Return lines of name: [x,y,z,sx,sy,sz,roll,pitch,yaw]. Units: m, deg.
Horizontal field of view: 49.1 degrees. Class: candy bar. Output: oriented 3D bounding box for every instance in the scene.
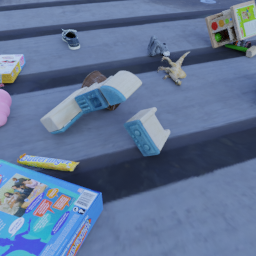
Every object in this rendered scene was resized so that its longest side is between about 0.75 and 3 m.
candy bar: [-2.129,0.916,7.389,1.655,0.183,0.413,7,28,10]

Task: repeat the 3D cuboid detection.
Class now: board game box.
board game box: [-5.155,-2.416,11.295,1.513,0.399,1.978,-2,35,-2]
board game box: [-2.250,1.869,5.794,2.814,0.633,2.140,14,39,19]

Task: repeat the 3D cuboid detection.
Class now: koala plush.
koala plush: [1.433,-3.610,12.740,0.920,0.845,0.816,7,39,-25]

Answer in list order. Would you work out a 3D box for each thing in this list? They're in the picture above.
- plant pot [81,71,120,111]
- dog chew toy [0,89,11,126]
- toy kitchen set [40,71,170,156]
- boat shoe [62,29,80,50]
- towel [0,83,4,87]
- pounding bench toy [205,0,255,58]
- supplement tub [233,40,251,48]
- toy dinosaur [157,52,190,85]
plant pot: [-0.810,-1.192,9.408,1.111,1.123,1.123,30,47,22]
dog chew toy: [-4.104,-0.608,8.856,0.791,0.791,1.270,-9,59,-11]
toy kitchen set: [-0.677,-0.026,8.055,2.837,2.273,1.671,-11,29,49]
boat shoe: [-2.854,-4.500,13.803,0.743,0.613,1.984,-11,40,-14]
towel: [-5.159,-1.714,10.780,0.553,0.086,0.765,-25,46,-29]
pounding bench toy: [4.889,-4.320,13.051,1.467,2.361,1.842,-25,13,-26]
supplement tub: [5.387,-3.962,13.280,0.427,0.427,0.798,-26,41,-28]
toy dinosaur: [1.845,-2.407,11.379,1.164,0.670,2.301,20,48,0]
